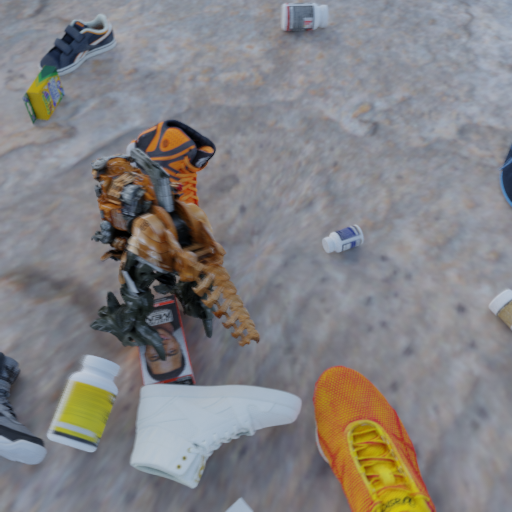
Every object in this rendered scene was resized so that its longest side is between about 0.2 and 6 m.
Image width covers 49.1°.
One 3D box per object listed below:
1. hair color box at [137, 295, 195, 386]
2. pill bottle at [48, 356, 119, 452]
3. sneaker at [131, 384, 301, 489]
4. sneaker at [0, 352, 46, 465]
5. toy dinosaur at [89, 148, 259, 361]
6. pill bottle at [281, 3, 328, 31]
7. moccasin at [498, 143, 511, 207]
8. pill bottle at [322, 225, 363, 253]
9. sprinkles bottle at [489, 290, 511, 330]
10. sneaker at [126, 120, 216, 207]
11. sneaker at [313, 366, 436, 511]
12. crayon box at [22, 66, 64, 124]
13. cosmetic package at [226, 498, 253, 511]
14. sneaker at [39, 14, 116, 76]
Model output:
[{"bbox_3d":[-1.368,1.281,8.161,0.689,0.416,1.357,-14,55,-9],"label":"hair color box"},{"bbox_3d":[-2.194,1.906,7.277,0.631,0.631,1.126,13,67,10],"label":"pill bottle"},{"bbox_3d":[-0.517,2.352,7.189,2.180,0.803,1.260,-2,54,10],"label":"sneaker"},{"bbox_3d":[-3.420,1.928,7.459,1.938,0.731,1.103,19,59,17],"label":"sneaker"},{"bbox_3d":[-1.312,0.001,7.522,1.833,2.436,3.589,-4,39,-19],"label":"toy dinosaur"},{"bbox_3d":[1.146,-5.679,13.302,1.043,0.604,0.604,-2,53,-3],"label":"pill bottle"},{"bbox_3d":[5.085,-1.954,10.282,1.093,0.926,2.716,13,54,10],"label":"moccasin"},{"bbox_3d":[1.442,-0.265,9.372,0.630,0.350,0.350,-19,55,-15],"label":"pill bottle"},{"bbox_3d":[4.056,1.078,8.309,0.427,0.427,1.251,-25,57,-18],"label":"sprinkles bottle"},{"bbox_3d":[-1.159,-1.129,9.018,1.316,0.911,2.348,-28,85,27],"label":"sneaker"},{"bbox_3d":[1.580,2.698,6.577,1.218,1.288,3.338,-14,53,-9],"label":"sneaker"},{"bbox_3d":[-4.319,-3.271,11.434,0.279,0.680,1.082,9,54,7],"label":"crayon box"},{"bbox_3d":[-0.068,3.348,6.699,0.390,0.284,0.766,-35,59,-24],"label":"cosmetic package"},{"bbox_3d":[-4.069,-4.753,12.513,0.765,0.774,1.950,36,62,23],"label":"sneaker"}]
